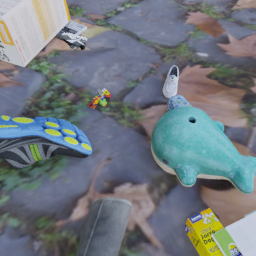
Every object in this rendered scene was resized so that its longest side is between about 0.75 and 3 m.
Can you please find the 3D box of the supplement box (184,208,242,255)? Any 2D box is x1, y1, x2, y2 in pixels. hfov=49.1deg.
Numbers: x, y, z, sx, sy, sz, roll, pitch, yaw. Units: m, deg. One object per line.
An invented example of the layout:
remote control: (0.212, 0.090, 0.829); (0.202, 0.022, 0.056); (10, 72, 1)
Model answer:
supplement box: (1.642, 2.231, 5.549); (0.557, 0.560, 1.023); (-20, 53, -16)

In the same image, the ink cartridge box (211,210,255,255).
ink cartridge box: (2.522, 2.329, 5.429); (1.590, 0.602, 1.175); (-19, 53, -16)

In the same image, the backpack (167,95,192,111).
backpack: (1.459, -0.537, 7.900); (0.686, 0.646, 0.841); (-19, 37, -9)

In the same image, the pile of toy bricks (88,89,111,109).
pile of toy bricks: (-0.786, -0.785, 8.234); (0.395, 0.444, 0.801); (40, 38, -3)

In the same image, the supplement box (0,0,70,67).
supplement box: (-3.386, -3.831, 9.626); (1.100, 1.886, 2.992); (19, 56, 16)

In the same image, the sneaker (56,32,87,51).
sneaker: (-1.920, -2.957, 9.652); (1.184, 0.536, 0.394); (-2, 3, -42)

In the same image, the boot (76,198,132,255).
boot: (-0.346, 2.220, 4.543); (1.975, 0.788, 2.172); (-9, 40, 44)

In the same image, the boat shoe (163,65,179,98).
boat shoe: (1.382, -1.466, 8.718); (0.450, 0.428, 1.249); (15, 52, 12)

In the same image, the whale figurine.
whale figurine: (1.809, 0.438, 6.519); (2.617, 1.358, 2.082); (28, 56, 21)

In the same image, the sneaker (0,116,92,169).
sneaker: (-2.281, 0.396, 6.848); (2.785, 1.154, 0.987); (5, 32, -16)

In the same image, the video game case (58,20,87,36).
video game case: (-2.372, -3.829, 10.887); (1.168, 0.136, 1.062); (27, 55, 20)
